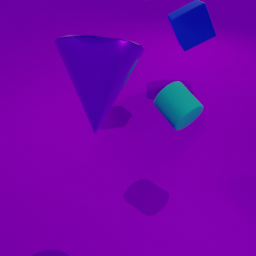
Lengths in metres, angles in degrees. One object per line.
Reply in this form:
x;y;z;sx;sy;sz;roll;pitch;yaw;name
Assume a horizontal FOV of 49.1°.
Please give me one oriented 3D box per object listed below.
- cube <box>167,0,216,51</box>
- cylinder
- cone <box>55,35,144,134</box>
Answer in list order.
2.182;-3.568;9.715;1.171;1.171;1.171;-24;27;13;cube
1.048;-0.459;5.861;0.741;0.741;0.741;-25;65;-29;cylinder
-0.418;-0.515;3.863;1.206;1.210;1.206;4;5;0;cone
